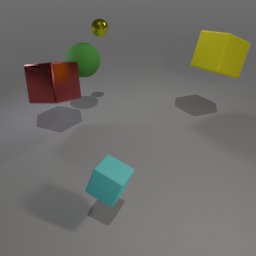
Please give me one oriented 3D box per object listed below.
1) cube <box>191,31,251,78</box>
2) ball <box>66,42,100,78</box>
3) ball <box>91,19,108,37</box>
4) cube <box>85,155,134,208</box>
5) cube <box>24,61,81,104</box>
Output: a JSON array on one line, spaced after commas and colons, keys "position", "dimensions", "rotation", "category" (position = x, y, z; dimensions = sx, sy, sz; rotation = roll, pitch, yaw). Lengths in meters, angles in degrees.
[{"position": [3.582, -2.860, 10.917], "dimensions": [1.400, 1.400, 1.400], "rotation": [5, 17, -36], "category": "cube"}, {"position": [-1.837, -2.780, 11.494], "dimensions": [1.400, 1.400, 1.400], "rotation": [0, 30, 0], "category": "ball"}, {"position": [-1.137, -4.016, 11.242], "dimensions": [0.700, 0.700, 0.700], "rotation": [0, 30, 0], "category": "ball"}, {"position": [-0.395, 1.150, 6.148], "dimensions": [0.700, 0.700, 0.700], "rotation": [29, 29, 10], "category": "cube"}, {"position": [-2.770, -1.699, 10.423], "dimensions": [1.400, 1.400, 1.400], "rotation": [3, 14, 31], "category": "cube"}]
